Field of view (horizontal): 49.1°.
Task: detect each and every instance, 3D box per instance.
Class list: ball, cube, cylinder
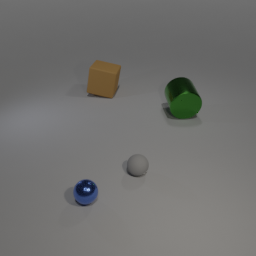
[{"bbox_3d":[0.318,1.183,8.995,0.700,0.700,0.700,0,29,0],"label":"ball"},{"bbox_3d":[-1.188,1.793,7.885,0.700,0.700,0.700,0,29,0],"label":"ball"},{"bbox_3d":[-1.254,-2.586,14.725,1.400,1.400,1.400,13,31,2],"label":"cube"},{"bbox_3d":[2.446,-1.350,12.567,1.400,1.400,1.400,-2,38,-4],"label":"cylinder"}]
